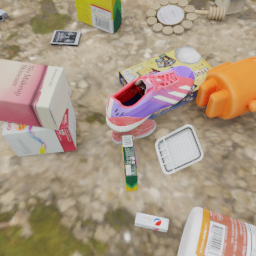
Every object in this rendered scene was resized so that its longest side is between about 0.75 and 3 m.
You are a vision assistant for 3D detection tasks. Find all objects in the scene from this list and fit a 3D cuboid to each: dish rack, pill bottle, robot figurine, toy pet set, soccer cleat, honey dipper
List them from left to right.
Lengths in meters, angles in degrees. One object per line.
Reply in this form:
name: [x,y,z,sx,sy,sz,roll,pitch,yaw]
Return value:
soccer cleat: [0.692,-0.980,7.164,2.922,1.069,0.997,-32,61,-22]
dish rack: [0.956,0.412,5.174,0.856,0.186,0.735,-31,58,29]
honey dipper: [2.566,-4.659,11.310,2.576,0.489,0.489,5,56,9]
robot figurine: [3.327,-1.180,8.252,2.619,1.527,1.884,-22,14,-15]
pill bottle: [2.442,2.741,5.659,2.699,1.514,1.514,17,58,11]
toy pet set: [4.954,-5.922,11.448,2.724,1.549,2.918,-15,57,-10]

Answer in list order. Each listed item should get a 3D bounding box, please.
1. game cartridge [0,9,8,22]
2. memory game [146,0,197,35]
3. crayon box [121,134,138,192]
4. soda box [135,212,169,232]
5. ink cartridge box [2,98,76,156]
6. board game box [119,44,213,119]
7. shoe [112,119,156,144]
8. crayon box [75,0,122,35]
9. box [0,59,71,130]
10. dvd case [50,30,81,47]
game cartridge: [-5.729,-4.308,11.134,1.062,0.322,1.593,25,60,20]
memory game: [1.706,-4.458,11.132,2.013,0.128,2.013,-2,65,5]
crayon box: [0.037,0.910,7.199,0.333,0.987,1.144,-4,56,-3]
soda box: [0.568,2.270,6.735,0.789,0.251,0.269,10,57,7]
ink cartridge box: [-2.365,-0.086,7.717,1.685,1.219,1.224,-7,57,-2]
board game box: [1.375,-1.579,9.170,2.814,0.487,1.906,-24,59,-16]
shoe: [0.190,-0.024,8.037,1.404,0.638,0.501,-20,58,-13]
crayon box: [-1.117,-4.948,10.081,1.732,2.728,0.693,27,60,16]
box: [-2.516,-0.827,6.801,1.908,1.039,1.220,8,61,5]
dvd case: [-2.345,-3.399,10.612,1.036,0.128,0.779,4,56,2]
